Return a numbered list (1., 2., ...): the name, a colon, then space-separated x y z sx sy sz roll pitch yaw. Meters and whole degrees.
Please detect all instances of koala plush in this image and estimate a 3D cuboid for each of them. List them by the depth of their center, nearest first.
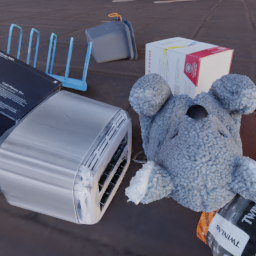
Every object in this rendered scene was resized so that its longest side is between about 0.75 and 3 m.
1. koala plush: 0.998 0.386 4.062 2.046 2.120 2.307 1 18 5

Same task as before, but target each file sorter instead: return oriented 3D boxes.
1. file sorter: -2.457 -2.228 8.932 2.452 1.504 1.701 9 12 -12

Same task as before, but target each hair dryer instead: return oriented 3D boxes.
1. hair dryer: 1.062 0.641 5.830 1.657 0.450 1.262 -17 49 -30

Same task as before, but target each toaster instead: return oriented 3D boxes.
1. toaster: -1.054 0.516 5.105 1.798 1.582 2.783 13 37 16

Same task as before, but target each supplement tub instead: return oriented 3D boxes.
1. supplement tub: 1.969 1.608 3.659 1.927 1.180 1.180 27 40 37

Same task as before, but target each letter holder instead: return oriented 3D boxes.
1. letter holder: 2.732 -0.011 5.765 1.832 1.302 0.921 35 57 27

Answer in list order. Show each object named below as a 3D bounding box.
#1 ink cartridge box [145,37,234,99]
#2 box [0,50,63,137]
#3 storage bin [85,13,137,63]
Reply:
1. ink cartridge box: 1.846 -1.851 9.034 1.623 1.630 2.244 -22 37 -33
2. box: -3.079 -0.783 6.995 2.103 1.095 1.915 28 41 3
3. storage bin: -0.896 -4.091 12.839 1.799 1.949 2.678 -17 34 -9
